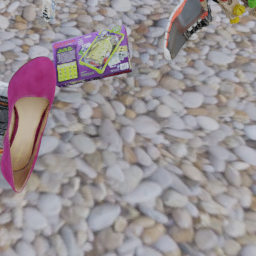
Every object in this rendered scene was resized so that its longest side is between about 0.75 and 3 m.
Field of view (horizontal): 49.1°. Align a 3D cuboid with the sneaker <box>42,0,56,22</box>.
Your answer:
[{"bbox_3d":[-2.528,-3.742,8.849,0.405,1.128,0.409,30,77,-4],"label":"sneaker"}]

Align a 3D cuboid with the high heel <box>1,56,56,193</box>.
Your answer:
[{"bbox_3d":[-1.848,0.013,5.391,0.915,2.713,1.304,-1,48,-34],"label":"high heel"}]

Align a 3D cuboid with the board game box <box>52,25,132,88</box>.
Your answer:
[{"bbox_3d":[-1.054,-2.009,7.948,2.233,0.361,1.340,-9,83,14],"label":"board game box"}]

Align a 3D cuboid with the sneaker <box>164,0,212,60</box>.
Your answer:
[{"bbox_3d":[1.655,-2.785,7.228,0.940,0.885,2.296,24,96,14],"label":"sneaker"}]

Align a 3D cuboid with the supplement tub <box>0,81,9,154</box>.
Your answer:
[{"bbox_3d":[-2.980,-0.255,6.643,0.981,0.981,1.601,18,95,10],"label":"supplement tub"}]

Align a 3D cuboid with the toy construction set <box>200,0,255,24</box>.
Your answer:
[{"bbox_3d":[2.460,-2.822,6.274,1.821,1.399,1.519,24,68,46],"label":"toy construction set"}]
